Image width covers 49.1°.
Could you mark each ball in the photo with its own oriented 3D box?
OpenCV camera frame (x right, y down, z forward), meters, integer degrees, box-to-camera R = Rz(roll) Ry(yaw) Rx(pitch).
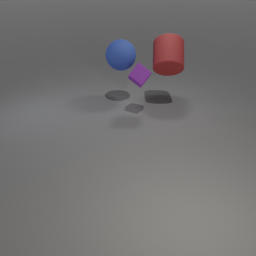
[{"bbox_3d":[-0.330,-3.364,12.934,1.400,1.400,1.400,0,28,0],"label":"ball"}]

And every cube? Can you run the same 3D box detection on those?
[{"bbox_3d":[0.494,-2.230,11.902,0.700,0.700,0.700,38,-1,-1],"label":"cube"}]

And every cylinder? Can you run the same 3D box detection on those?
[{"bbox_3d":[1.840,-3.299,12.721,1.400,1.400,1.400,3,-16,1],"label":"cylinder"}]
